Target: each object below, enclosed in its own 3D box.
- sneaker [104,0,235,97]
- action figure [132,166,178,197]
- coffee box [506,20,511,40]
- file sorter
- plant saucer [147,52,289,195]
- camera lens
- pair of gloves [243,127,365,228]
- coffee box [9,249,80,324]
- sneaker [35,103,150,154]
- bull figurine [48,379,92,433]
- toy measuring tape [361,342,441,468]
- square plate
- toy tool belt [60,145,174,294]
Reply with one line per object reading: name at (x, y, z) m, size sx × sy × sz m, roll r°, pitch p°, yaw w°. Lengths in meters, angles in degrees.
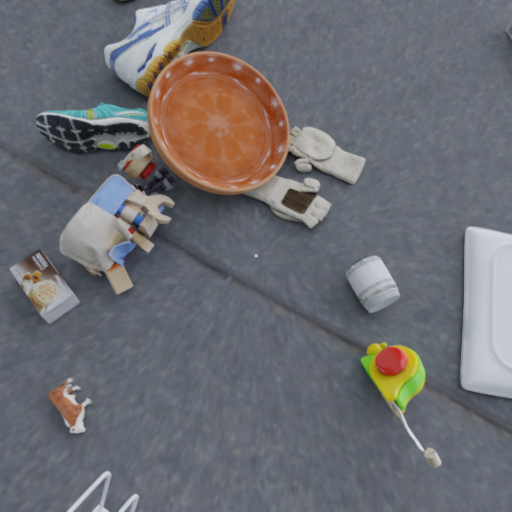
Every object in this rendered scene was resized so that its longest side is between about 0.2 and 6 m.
sneaker at (-1.757, -4.855, 11.583) m, size 1.472 × 1.257 × 3.341 m, roll 33°, pitch 69°, yaw 14°
action figure at (-1.985, -1.180, 10.396) m, size 1.033 × 0.358 × 0.672 m, roll -37°, pitch 77°, yaw -8°
coffee box at (6.006, -4.528, 11.817) m, size 0.782 × 0.545 × 1.368 m, roll -13°, pitch 66°, yaw -6°
file sorter at (-1.620, 4.063, 7.137) m, size 2.064 × 1.285 × 1.432 m, roll 31°, pitch 36°, yaw 13°
plant saucer at (-0.664, -2.385, 10.175) m, size 2.685 × 0.433 × 2.685 m, roll 6°, pitch 75°, yaw -24°
camera lens at (1.958, 0.461, 9.452) m, size 0.659 × 0.659 × 0.824 m, roll -23°, pitch 68°, yaw -10°
pair of gloves at (0.914, -1.566, 10.560) m, size 1.712 × 0.353 × 2.014 m, roll 34°, pitch 69°, yaw 15°
coffee box at (-3.602, 0.512, 9.548) m, size 0.628 × 0.437 × 1.097 m, roll -36°, pitch 70°, yaw -15°
sneaker at (-3.120, -2.530, 10.886) m, size 2.166 × 0.839 × 0.863 m, roll 1°, pitch 48°, yaw -6°
bull figurine at (-2.889, 2.357, 8.790) m, size 0.521 × 0.279 × 0.857 m, roll -41°, pitch 73°, yaw -19°
toy measuring tape at (2.297, 2.005, 8.286) m, size 0.847 × 0.847 × 2.301 m, roll -17°, pitch 32°, yaw -8°
square plate at (4.983, 0.987, 9.311) m, size 2.986 × 0.429 × 3.014 m, roll 10°, pitch 65°, yaw 4°
toy tool belt at (-2.175, -0.622, 9.691) m, size 1.436 × 1.459 × 2.336 m, roll 39°, pitch 72°, yaw -12°
